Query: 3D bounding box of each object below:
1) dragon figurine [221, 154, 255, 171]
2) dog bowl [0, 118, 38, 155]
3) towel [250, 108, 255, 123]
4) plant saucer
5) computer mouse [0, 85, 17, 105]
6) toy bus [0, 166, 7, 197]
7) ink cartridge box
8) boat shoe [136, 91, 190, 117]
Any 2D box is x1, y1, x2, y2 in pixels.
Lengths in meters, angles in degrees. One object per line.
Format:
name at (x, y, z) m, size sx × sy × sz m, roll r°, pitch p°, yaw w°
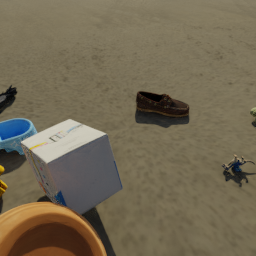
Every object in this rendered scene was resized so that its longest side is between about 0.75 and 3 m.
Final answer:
dragon figurine at (2.714, 0.905, 6.934) m, size 0.825 × 0.410 × 0.243 m, roll 9°, pitch 29°, yaw -21°
dog bowl at (-3.485, 0.340, 7.510) m, size 2.137 × 0.530 × 1.191 m, roll -20°, pitch 39°, yaw -25°
towel at (5.354, -0.363, 8.278) m, size 2.065 × 0.508 × 2.783 m, roll -27°, pitch 35°, yaw -32°
plant saucer at (-1.085, 2.038, 3.781) m, size 2.151 × 0.403 × 2.151 m, roll 24°, pitch 49°, yaw -30°
computer mouse at (-5.445, -1.154, 9.661) m, size 2.822 × 0.619 × 1.548 m, roll 12°, pitch 41°, yaw 7°
toy bus at (-3.193, 0.832, 5.913) m, size 0.595 × 1.519 × 0.495 m, roll -52°, pitch 22°, yaw -17°
ink cartridge box at (-1.185, 0.733, 5.698) m, size 1.236 × 1.258 × 1.709 m, roll -27°, pitch 24°, yaw -28°
boat shoe at (1.116, -0.807, 9.098) m, size 1.785 × 0.628 × 0.628 m, roll 9°, pitch 34°, yaw 10°
